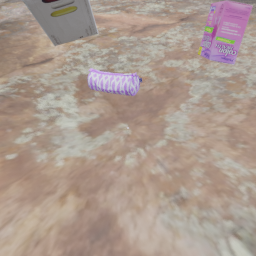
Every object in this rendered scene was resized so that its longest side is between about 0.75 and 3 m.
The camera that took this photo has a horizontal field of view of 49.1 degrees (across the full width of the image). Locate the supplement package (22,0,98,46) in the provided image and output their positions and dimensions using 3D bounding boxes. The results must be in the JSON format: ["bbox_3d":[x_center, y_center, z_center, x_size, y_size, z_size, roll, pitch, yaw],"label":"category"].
[{"bbox_3d":[-1.840,-3.687,7.278,1.422,2.565,1.998,-16,84,0],"label":"supplement package"}]

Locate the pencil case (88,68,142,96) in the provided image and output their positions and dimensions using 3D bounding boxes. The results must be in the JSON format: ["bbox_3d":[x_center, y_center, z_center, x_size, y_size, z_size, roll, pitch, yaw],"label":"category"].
[{"bbox_3d":[-0.213,-0.680,4.149,0.796,0.340,0.334,9,44,26],"label":"pencil case"}]

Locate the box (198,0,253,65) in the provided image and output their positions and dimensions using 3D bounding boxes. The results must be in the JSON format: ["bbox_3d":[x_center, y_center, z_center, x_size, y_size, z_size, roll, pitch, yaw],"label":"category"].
[{"bbox_3d":[2.320,-2.342,6.878,0.640,1.324,1.165,9,21,-4],"label":"box"}]
